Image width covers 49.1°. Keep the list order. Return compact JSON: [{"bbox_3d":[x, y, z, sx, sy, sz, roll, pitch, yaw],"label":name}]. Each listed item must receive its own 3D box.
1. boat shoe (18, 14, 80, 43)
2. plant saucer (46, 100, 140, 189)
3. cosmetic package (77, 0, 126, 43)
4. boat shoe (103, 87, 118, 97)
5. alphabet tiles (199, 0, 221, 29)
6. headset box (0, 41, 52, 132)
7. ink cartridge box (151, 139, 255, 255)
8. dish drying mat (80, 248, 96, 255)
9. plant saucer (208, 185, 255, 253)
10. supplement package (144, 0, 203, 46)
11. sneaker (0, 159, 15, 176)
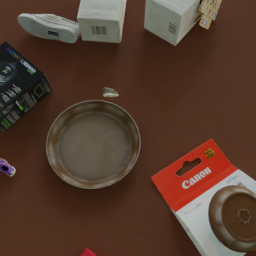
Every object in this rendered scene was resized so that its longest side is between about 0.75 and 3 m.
[{"bbox_3d":[-2.720,-3.640,9.831,2.200,0.792,0.723,14,58,8],"label":"boat shoe"},{"bbox_3d":[-1.004,0.463,8.306,2.732,0.438,2.732,0,68,0],"label":"plant saucer"},{"bbox_3d":[-0.818,-4.514,9.960,1.464,1.154,2.720,6,67,4],"label":"cosmetic package"},{"bbox_3d":[-0.488,-1.011,7.970,0.273,0.763,0.228,-12,88,22],"label":"boat shoe"},{"bbox_3d":[2.849,-4.244,9.635,0.114,1.566,1.532,26,111,27],"label":"alphabet tiles"},{"bbox_3d":[-3.888,-1.252,8.695,1.901,1.013,2.184,40,73,15],"label":"headset box"},{"bbox_3d":[2.371,1.897,7.575,2.309,0.682,2.885,-31,72,-12],"label":"ink cartridge box"},{"bbox_3d":[-0.612,3.854,7.060,1.705,0.155,0.655,37,73,13],"label":"dish drying mat"},{"bbox_3d":[2.673,2.090,6.583,1.554,0.284,1.554,3,66,-8],"label":"plant saucer"},{"bbox_3d":[1.907,-4.463,9.768,1.412,1.466,2.578,36,72,15],"label":"supplement package"},{"bbox_3d":[-3.612,1.084,8.056,0.831,0.347,0.335,21,72,20],"label":"sneaker"}]
